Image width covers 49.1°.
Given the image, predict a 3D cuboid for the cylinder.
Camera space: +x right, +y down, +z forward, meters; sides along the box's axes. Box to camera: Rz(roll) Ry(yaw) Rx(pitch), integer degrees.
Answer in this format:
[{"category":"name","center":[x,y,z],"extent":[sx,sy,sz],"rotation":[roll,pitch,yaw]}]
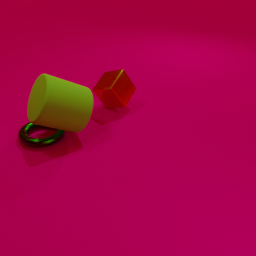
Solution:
[{"category":"cylinder","center":[-1.650,-0.571,6.810],"extent":[1.189,1.189,1.189],"rotation":[14,22,-36]}]

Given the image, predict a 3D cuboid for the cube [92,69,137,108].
[{"category":"cube","center":[-0.386,-1.126,8.153],"extent":[0.790,0.790,0.790],"rotation":[1,51,42]}]

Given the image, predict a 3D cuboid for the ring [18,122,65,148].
[{"category":"ring","center":[-2.201,0.116,7.159],"extent":[1.162,0.232,1.162],"rotation":[2,32,-1]}]
